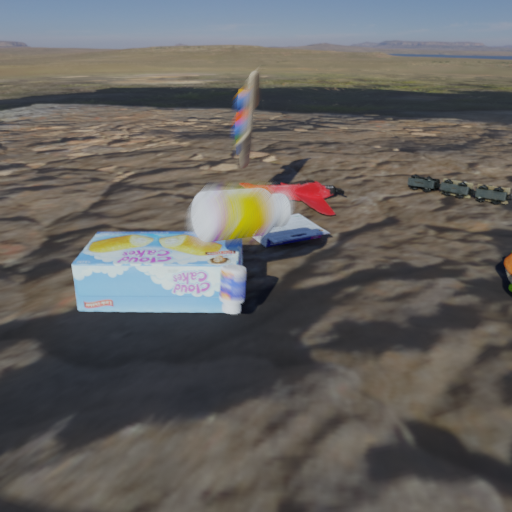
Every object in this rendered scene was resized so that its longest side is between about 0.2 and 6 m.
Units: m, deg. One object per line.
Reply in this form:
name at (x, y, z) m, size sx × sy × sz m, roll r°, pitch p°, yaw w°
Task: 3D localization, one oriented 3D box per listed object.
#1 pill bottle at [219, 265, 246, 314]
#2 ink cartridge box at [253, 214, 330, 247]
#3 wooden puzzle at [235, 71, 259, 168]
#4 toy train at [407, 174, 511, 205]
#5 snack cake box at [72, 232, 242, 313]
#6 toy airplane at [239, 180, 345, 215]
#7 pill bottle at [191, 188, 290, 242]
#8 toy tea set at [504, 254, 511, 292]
pill bottle at (-0.305, 0.431, 7.206) m, size 0.330 × 0.588 × 0.330 m, roll 4°, pitch 11°, yaw -1°
ink cartridge box at (0.575, -0.432, 10.477) m, size 1.174 × 0.259 × 1.196 m, roll -10°, pitch 27°, yaw -23°
wooden puzzle at (-0.233, -2.747, 11.415) m, size 0.358 × 1.544 × 1.430 m, roll 9°, pitch -14°, yaw 2°
toy train at (4.709, -1.550, 13.005) m, size 2.406 × 0.410 × 0.551 m, roll 17°, pitch 16°, yaw 36°
snack cake box at (-1.363, 0.206, 8.268) m, size 2.289 × 0.769 × 1.317 m, roll 0°, pitch 22°, yaw 1°
toy airplane at (0.714, -1.424, 12.550) m, size 2.593 × 0.477 × 2.593 m, roll 0°, pitch 21°, yaw 0°
pill bottle at (-0.174, -0.547, 7.211) m, size 1.212 × 0.632 × 0.632 m, roll -8°, pitch 23°, yaw -30°
toy tea set at (4.019, 0.636, 7.524) m, size 1.543 × 0.960 × 2.594 m, roll 40°, pitch 32°, yaw 12°
